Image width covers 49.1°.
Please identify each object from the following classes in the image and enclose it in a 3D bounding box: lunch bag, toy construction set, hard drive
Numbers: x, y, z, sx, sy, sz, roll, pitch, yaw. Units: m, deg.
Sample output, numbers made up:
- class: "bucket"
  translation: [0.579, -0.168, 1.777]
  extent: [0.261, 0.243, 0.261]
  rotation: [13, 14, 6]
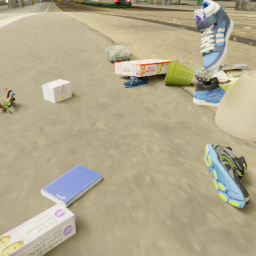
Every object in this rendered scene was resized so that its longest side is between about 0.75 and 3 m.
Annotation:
- class: "lunch bag"
  translation: [-0.523, -3.956, 15.077]
  extent: [1.197, 0.834, 1.004]
  rotation: [-16, 30, -27]
- class: "toy construction set"
  translation: [-4.276, -0.925, 9.542]
  extent: [0.934, 0.718, 0.779]
  rotation: [17, 72, -3]
- class: "hard drive"
  translation: [-1.162, 1.178, 5.881]
  extent: [0.713, 0.137, 1.081]
  rotation: [18, 32, 31]

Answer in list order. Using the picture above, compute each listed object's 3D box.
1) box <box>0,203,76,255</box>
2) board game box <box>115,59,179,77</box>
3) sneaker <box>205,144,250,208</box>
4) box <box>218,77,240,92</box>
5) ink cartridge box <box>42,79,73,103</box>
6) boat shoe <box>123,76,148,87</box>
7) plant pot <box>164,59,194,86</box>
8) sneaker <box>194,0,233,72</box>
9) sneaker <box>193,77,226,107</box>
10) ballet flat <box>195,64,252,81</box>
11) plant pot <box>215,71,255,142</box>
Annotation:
- class: "box"
  translation: [-1.828, 1.904, 4.136]
  extent: [2.270, 0.439, 0.470]
  rotation: [-24, 36, -38]
- class: "board game box"
  translation: [0.855, -2.736, 12.612]
  extent: [2.338, 0.541, 1.771]
  rotation: [-16, 22, -37]
- class: "sneaker"
  translation: [2.153, 0.867, 5.883]
  extent: [0.799, 0.683, 1.928]
  rotation: [-5, 24, 5]
- class: "box"
  translation: [4.082, -1.644, 10.993]
  extent: [1.900, 0.476, 0.715]
  rotation: [-7, 28, -14]
- class: "ink cartridge box"
  translation: [-2.566, -1.392, 10.361]
  extent: [0.612, 0.597, 0.953]
  rotation: [18, 33, 31]
- class: "boat shoe"
  translation: [0.303, -1.984, 11.741]
  extent: [1.130, 0.388, 0.476]
  rotation: [-16, 32, -29]
- class: "plant pot"
  translation: [2.152, -2.213, 11.659]
  extent: [1.034, 1.074, 1.074]
  rotation: [15, 29, 3]
- class: "sneaker"
  translation: [2.003, -2.418, 7.174]
  extent: [1.216, 1.661, 0.669]
  rotation: [28, -13, -28]
- class: "sneaker"
  translation: [3.190, -1.261, 9.705]
  extent: [1.737, 0.966, 0.667]
  rotation: [7, 28, 14]
- class: "ballet flat"
  translation: [4.112, -2.188, 11.704]
  extent: [2.571, 0.925, 0.925]
  rotation: [-9, 29, -15]
- class: "plant pot"
  translation: [3.822, -0.785, 8.168]
  extent: [2.302, 1.546, 2.302]
  rotation: [0, 28, 0]
